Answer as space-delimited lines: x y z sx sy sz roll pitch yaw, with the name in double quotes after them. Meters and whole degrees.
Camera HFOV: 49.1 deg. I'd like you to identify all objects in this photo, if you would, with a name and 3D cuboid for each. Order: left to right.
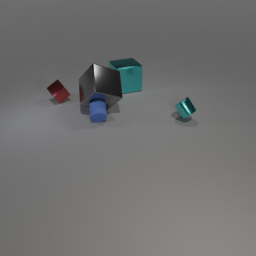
-3.343 -1.761 13.517 0.700 0.700 0.700 -40 64 -5 "cube"
-1.282 -0.720 11.997 0.700 0.700 0.700 -5 58 -8 "cylinder"
-1.234 -1.764 12.407 1.400 1.400 1.400 9 64 -34 "cube"
-0.130 -2.795 14.942 1.400 1.400 1.400 -12 33 -16 "cube"
2.464 -0.864 12.012 0.700 0.700 0.700 -33 1 1 "cylinder"
